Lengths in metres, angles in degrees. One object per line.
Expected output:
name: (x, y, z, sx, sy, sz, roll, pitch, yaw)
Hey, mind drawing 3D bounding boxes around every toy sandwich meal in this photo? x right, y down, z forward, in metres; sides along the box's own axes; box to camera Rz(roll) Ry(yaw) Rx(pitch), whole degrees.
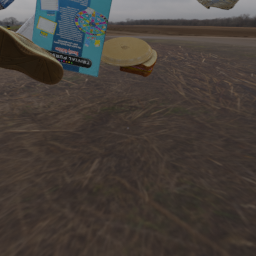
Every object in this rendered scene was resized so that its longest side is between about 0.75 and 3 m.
toy sandwich meal: (-0.034, -2.613, 10.320, 2.256, 0.773, 2.256, -1, 42, 1)

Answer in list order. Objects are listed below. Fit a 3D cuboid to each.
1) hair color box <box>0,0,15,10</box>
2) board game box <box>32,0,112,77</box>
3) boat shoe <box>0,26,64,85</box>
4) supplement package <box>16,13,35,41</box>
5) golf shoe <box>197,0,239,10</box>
hair color box: (-4.001, -4.104, 7.985, 0.711, 1.422, 0.430, 20, 66, 49)
board game box: (-1.462, -2.740, 7.316, 1.832, 2.427, 0.569, 10, 19, -10)
boat shoe: (-2.522, -1.708, 6.258, 2.235, 0.796, 0.721, 29, 20, -30)
supplement package: (-2.694, -2.939, 9.494, 1.048, 1.729, 1.035, -41, 23, 11)
golf shoe: (3.141, -4.150, 8.338, 1.300, 1.047, 2.674, 33, -4, -41)
